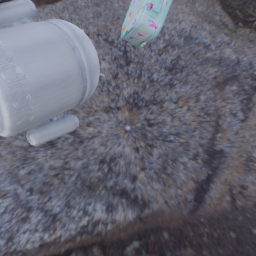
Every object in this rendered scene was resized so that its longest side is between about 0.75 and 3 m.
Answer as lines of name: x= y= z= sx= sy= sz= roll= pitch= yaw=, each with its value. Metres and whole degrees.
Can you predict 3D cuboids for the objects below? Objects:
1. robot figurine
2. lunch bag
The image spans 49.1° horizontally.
robot figurine: x=-1.724 y=-0.946 z=5.038 sx=2.980 sy=2.527 sz=1.683 roll=-32 pitch=24 yaw=-37
lunch bag: x=0.461 y=-2.494 z=5.886 sx=0.606 sy=1.260 sz=1.571 roll=23 pitch=81 yaw=-22
